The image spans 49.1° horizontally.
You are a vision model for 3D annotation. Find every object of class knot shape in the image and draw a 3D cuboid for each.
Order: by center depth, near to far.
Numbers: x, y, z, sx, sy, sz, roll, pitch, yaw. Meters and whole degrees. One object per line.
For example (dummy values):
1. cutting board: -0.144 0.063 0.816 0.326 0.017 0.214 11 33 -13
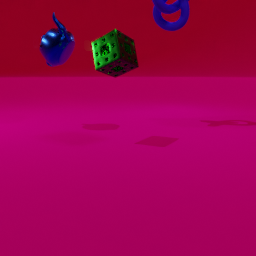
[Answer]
1. knot shape: 1.360 -3.799 8.576 1.743 1.631 0.805 -10 40 -19

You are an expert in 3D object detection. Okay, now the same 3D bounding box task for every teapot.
1. teapot: -2.109 -2.463 8.168 0.880 1.798 1.118 33 48 0

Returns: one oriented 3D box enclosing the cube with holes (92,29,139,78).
1. cube with holes: -0.291 -1.693 6.473 0.713 0.713 0.713 -18 -16 33
